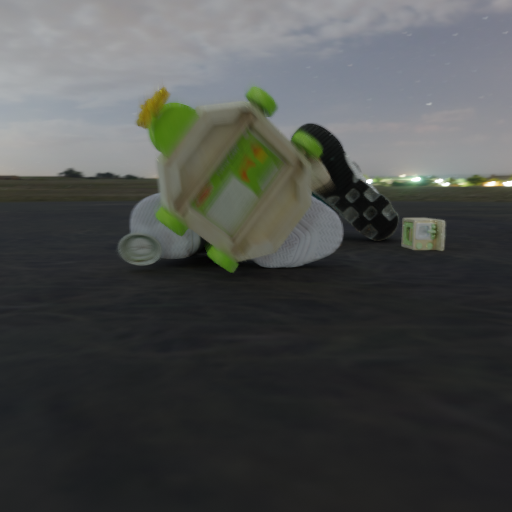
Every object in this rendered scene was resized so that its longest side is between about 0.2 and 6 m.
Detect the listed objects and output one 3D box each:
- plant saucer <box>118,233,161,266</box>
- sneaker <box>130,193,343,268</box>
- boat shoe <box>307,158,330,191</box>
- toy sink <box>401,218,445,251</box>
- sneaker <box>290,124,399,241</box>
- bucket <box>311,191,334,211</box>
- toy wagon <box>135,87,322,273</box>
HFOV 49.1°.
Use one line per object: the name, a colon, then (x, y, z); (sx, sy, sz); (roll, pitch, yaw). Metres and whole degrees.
plant saucer: (-1.763, -0.136, 8.524); (0.643, 0.643, 0.161); (-1, 41, -5)
sneaker: (-0.285, -0.543, 9.591); (3.394, 1.281, 1.932); (2, 5, 2)
boat shoe: (0.660, -1.376, 12.754); (2.164, 0.703, 0.781); (-34, 29, 10)
toy sink: (3.388, -0.444, 11.468); (0.537, 0.624, 0.958); (-1, 8, -9)
sneaker: (2.086, -1.700, 13.719); (1.274, 3.439, 1.522); (-39, -10, 10)
bucket: (0.888, -1.620, 14.730); (2.336, 2.336, 1.520); (-3, 13, -26)
toy wagon: (-0.436, -1.178, 7.498); (2.804, 2.176, 0.555); (37, -2, -32)
